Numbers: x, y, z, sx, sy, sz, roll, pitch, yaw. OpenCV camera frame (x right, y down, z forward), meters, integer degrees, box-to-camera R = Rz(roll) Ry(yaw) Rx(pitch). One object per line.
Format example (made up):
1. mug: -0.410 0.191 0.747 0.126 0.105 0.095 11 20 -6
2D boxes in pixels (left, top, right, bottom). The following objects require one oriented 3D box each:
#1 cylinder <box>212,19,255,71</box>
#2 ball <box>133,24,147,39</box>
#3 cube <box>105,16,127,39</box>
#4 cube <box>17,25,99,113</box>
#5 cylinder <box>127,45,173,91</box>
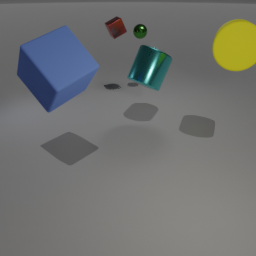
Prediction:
1. cylinder: 3.345 -2.572 8.609 1.400 1.400 1.400 8 25 15
2. ball: 0.601 -4.758 13.801 0.700 0.700 0.700 0 28 0
3. cube: -0.581 -4.754 13.252 0.700 0.700 0.700 -31 34 -3
4. cube: -1.876 -1.521 7.387 1.400 1.400 1.400 -39 0 -31
5. cylinder: 0.862 -2.368 11.155 1.400 1.400 1.400 23 7 -3
